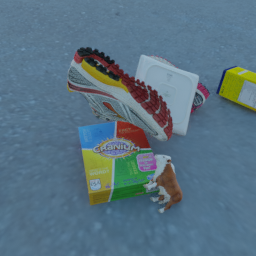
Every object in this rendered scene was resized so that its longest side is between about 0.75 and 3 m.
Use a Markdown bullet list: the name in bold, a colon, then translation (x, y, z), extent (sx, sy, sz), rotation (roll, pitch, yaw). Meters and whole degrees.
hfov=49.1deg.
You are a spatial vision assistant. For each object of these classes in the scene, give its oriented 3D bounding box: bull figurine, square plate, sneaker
- **bull figurine**: translation (0.731, 1.142, 5.740), extent (0.752, 1.238, 0.403), rotation (-32, 24, -9)
- **square plate**: translation (0.975, -0.892, 7.528), extent (1.811, 0.258, 1.794), rotation (17, 81, -12)
- **sneaker**: translation (-0.157, -0.634, 6.624), extent (2.880, 1.183, 1.121), rotation (37, 33, -2)
- **sneaker**: translation (1.301, -1.384, 8.419), extent (2.277, 0.918, 0.850), rotation (39, 93, 17)

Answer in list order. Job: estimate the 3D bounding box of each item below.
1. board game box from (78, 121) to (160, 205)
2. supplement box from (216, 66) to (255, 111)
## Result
- **board game box**: translation (-0.262, 0.696, 6.772), extent (1.662, 0.438, 2.172), rotation (-9, 42, -11)
- **supplement box**: translation (3.654, -1.214, 8.569), extent (0.831, 0.826, 1.517), rotation (-23, 45, -40)
